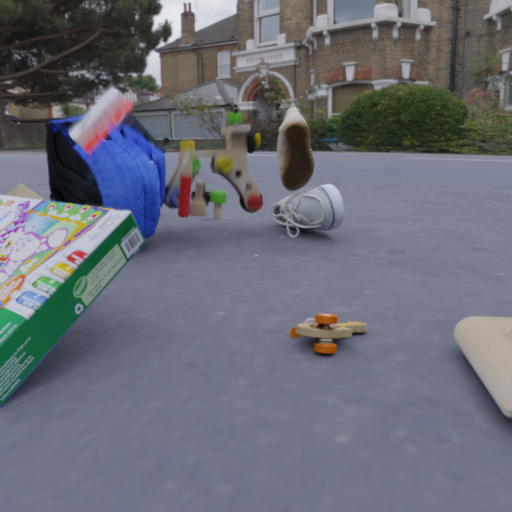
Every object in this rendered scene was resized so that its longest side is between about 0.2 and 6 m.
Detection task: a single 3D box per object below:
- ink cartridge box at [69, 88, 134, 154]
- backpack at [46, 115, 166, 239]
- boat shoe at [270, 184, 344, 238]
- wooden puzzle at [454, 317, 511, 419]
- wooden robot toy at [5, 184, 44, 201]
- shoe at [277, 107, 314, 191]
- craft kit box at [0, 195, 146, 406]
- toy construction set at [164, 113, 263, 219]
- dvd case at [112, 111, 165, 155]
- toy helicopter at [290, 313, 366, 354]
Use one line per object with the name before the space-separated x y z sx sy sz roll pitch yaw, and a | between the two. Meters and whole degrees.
ink cartridge box | -2.668 -2.336 9.588 0.256 1.145 1.009 43 -2 -33
backpack | -2.913 -1.543 11.402 2.229 2.158 2.656 -20 45 -27
boat shoe | 0.973 -1.038 13.013 1.250 1.083 2.933 -15 9 -14
wooden puzzle | 3.266 1.116 5.425 2.209 0.511 2.046 -3 13 6
wooden robot toy | -3.162 0.279 8.022 1.314 1.276 2.896 39 14 -41
shoe | 0.848 -2.280 12.230 0.764 2.185 0.583 -12 56 -5
craft kit box | -2.908 0.287 6.298 2.412 0.592 2.442 6 44 30
toy construction set | -0.996 -2.057 12.242 2.399 2.210 2.876 7 12 8
dvd case | -3.262 -2.277 13.436 0.249 1.510 2.010 16 65 47
toy helicopter | 0.906 0.887 6.759 1.083 0.427 0.716 2 -1 -42
